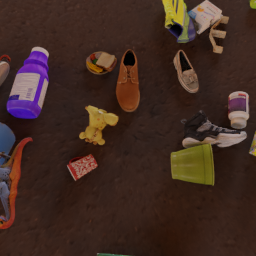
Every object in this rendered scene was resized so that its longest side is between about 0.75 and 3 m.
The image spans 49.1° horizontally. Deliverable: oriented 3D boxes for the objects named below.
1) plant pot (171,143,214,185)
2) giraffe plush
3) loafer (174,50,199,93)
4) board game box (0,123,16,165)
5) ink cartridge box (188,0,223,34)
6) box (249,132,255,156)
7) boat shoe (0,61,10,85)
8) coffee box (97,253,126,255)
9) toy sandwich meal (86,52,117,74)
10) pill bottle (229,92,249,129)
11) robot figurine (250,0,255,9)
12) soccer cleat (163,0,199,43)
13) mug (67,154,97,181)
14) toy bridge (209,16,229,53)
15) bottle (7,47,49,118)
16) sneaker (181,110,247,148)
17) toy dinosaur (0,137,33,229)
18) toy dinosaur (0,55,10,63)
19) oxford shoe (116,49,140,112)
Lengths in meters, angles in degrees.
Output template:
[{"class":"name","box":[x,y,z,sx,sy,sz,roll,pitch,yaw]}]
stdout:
[{"class":"plant pot","box":[2.020,1.172,8.936,1.261,1.309,1.309,-3,65,12]},{"class":"giraffe plush","box":[-1.059,-0.044,9.574,1.203,1.394,1.130,21,96,5]},{"class":"loafer","box":[2.220,-2.187,10.743,0.634,0.555,1.765,-16,67,-7]},{"class":"board game box","box":[-4.699,0.692,9.572,1.453,0.358,1.839,20,72,3]},{"class":"ink cartridge box","box":[3.307,-4.825,11.955,1.571,0.533,0.904,-38,71,-16]},{"class":"box","box":[4.636,0.379,9.325,0.617,1.011,0.974,24,68,10]},{"class":"boat shoe","box":[-5.626,-1.558,10.215,0.891,1.032,2.840,37,75,12]},{"class":"coffee box","box":[0.169,4.318,7.826,2.213,0.487,1.361,3,66,2]},{"class":"toy sandwich meal","box":[-1.069,-2.619,11.015,1.214,0.416,1.214,0,66,0]},{"class":"pill bottle","box":[3.937,-0.624,9.968,0.674,0.674,1.210,9,66,4]},{"class":"robot figurine","box":[5.741,-5.530,12.312,0.807,0.467,0.708,-12,67,-6]},{"class":"soccer cleat","box":[1.944,-4.697,11.713,1.130,0.874,2.702,-20,68,-8]},{"class":"mug","box":[-1.530,1.193,9.221,0.853,0.569,0.757,-28,70,-16]},{"class":"toy bridge","box":[3.744,-3.928,11.700,0.638,0.258,1.899,14,66,9]},{"class":"bottle","box":[-3.549,-1.710,10.326,1.147,0.897,2.747,1,65,10]},{"class":"sneaker","box":[2.888,-0.004,9.597,2.164,0.817,1.232,-6,68,0]},{"class":"toy dinosaur","box":[-3.681,1.724,8.429,2.489,1.307,2.259,-32,77,-8]},{"class":"toy dinosaur","box":[-4.999,-2.399,10.742,0.569,1.084,0.984,39,103,0]},{"class":"oxford shoe","box":[-0.012,-1.799,10.408,0.888,0.887,2.489,-1,67,-2]}]
